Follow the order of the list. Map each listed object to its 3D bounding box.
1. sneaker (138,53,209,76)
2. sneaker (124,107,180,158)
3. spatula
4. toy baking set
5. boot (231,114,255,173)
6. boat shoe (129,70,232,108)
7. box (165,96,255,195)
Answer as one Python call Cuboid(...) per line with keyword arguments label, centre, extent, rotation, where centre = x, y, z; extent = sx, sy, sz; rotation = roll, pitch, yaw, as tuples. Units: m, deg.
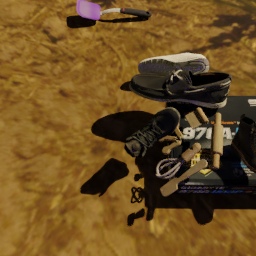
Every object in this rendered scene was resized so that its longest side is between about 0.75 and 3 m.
Cuboid(label="sneaker", centre=(1.226, -1.719, 7.770), extent=(1.912, 0.730, 0.769), rotation=(-1, 36, 1))
Cuboid(label="sneaker", centre=(0.461, 0.167, 5.857), extent=(0.559, 1.462, 0.837), rotation=(50, 33, -5))
Cuboid(label="spatula", centre=(-0.435, -3.794, 9.138), extent=(2.453, 0.252, 0.693), rotation=(2, 69, -4))
Cuboid(label="toy baking set", centre=(1.271, 0.478, 5.899), extent=(1.522, 0.231, 1.983), rotation=(-17, 50, 35))
Cuboid(label="boot", centre=(2.536, 0.349, 5.543), extent=(0.465, 0.830, 1.200), rotation=(-18, 40, -20))
Cuboid(label="boat shoe", centre=(1.200, -1.061, 6.542), extent=(2.332, 0.788, 0.837), rotation=(7, 47, 4))
Cuboid(label="box", centre=(2.426, 0.348, 6.689), extent=(2.974, 0.684, 2.364), rotation=(1, 61, 1))
